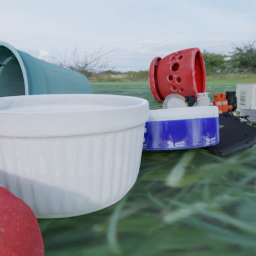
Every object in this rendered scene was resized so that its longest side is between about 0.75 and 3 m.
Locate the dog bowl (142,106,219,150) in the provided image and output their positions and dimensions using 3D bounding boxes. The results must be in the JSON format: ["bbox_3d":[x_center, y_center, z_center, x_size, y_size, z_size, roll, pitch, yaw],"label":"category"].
[{"bbox_3d":[0.886,-0.012,5.615,1.799,0.709,1.799,-4,1,0],"label":"dog bowl"}]

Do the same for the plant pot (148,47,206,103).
[{"bbox_3d":[2.510,-2.561,14.402,2.514,2.760,2.760,-3,9,25],"label":"plant pot"}]

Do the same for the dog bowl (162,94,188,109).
[{"bbox_3d":[1.247,-0.495,7.252,0.783,0.783,0.230,-4,-26,-20],"label":"dog bowl"}]

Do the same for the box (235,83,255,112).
[{"bbox_3d":[5.423,-1.228,11.374,1.820,1.163,0.991,-4,12,-19],"label":"box"}]

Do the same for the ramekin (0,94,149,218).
[{"bbox_3d":[-0.886,0.227,3.836,2.342,1.229,2.342,-1,11,0],"label":"ramekin"}]

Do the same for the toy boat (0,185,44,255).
[{"bbox_3d":[-1.856,0.311,1.852,2.776,1.815,1.812,11,15,44],"label":"toy boat"}]

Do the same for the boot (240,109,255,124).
[{"bbox_3d":[4.424,-0.369,8.810,1.692,0.614,1.539,-1,9,29],"label":"boot"}]

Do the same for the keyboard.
[{"bbox_3d":[2.233,0.150,6.727,1.489,0.567,2.861,-24,14,-1],"label":"keyboard"}]

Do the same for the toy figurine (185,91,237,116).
[{"bbox_3d":[2.581,-0.562,8.678,1.457,1.029,1.480,1,11,37],"label":"toy figurine"}]

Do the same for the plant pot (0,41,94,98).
[{"bbox_3d":[-2.062,-0.638,6.437,2.214,2.214,2.168,8,6,34],"label":"plant pot"}]
